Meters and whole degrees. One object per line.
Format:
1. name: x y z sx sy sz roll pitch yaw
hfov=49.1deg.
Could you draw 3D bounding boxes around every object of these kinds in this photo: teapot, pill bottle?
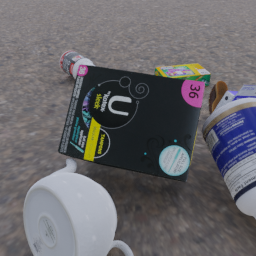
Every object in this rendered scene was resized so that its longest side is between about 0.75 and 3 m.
1. teapot: -0.754 1.474 4.508 1.683 1.705 1.245 3 7 41
2. pill bottle: -1.799 -2.227 10.330 0.886 0.886 1.529 -24 42 -31
3. pill bottle: 2.442 0.743 5.141 1.396 1.396 2.413 -9 55 -13

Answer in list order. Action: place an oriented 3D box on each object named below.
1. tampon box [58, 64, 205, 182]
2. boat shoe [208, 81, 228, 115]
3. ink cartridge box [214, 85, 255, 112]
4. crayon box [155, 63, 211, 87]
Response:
1. tampon box: 0.164 -0.041 5.691 2.412 1.808 1.523 10 -8 12
2. boat shoe: 2.531 -0.659 7.907 0.512 0.512 1.455 24 55 -5
3. ink cartridge box: 2.647 -0.478 6.295 1.409 1.422 0.309 -1 48 -25
4. crayon box: 1.973 -1.884 10.282 1.771 0.516 1.052 -8 35 -11
